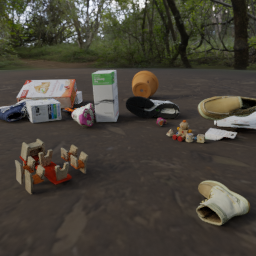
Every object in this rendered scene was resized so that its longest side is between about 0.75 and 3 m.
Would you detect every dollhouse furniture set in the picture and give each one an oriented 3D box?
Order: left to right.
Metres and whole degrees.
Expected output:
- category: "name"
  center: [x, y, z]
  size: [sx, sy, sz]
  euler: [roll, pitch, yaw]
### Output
- category: "dollhouse furniture set"
  center: [-2.076, 0.972, 7.116]
  size: [1.570, 0.817, 1.587]
  euler: [28, 30, 37]

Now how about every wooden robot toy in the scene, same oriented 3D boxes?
- category: "wooden robot toy"
  center: [2.021, 0.089, 9.988]
  size: [1.513, 0.687, 0.667]
  euler: [14, 21, 43]

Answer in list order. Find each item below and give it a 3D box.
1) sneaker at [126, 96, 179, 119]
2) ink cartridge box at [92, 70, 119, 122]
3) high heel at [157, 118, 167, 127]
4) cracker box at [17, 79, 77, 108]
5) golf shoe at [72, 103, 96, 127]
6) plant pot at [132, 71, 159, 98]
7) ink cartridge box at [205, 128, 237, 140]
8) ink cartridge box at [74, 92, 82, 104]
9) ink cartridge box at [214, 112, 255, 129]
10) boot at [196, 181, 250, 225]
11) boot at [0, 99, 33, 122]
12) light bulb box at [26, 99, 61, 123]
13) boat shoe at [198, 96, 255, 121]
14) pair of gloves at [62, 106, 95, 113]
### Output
- category: "sneaker"
  center: [1.243, -0.974, 13.782]
  size: [2.591, 0.978, 1.491]
  euler: [11, 9, 11]
- category: "ink cartridge box"
  center: [-0.992, -1.478, 12.840]
  size: [0.922, 2.193, 1.600]
  euler: [-2, 15, 5]
- category: "high heel"
  center: [1.308, -0.301, 11.955]
  size: [0.475, 0.333, 0.990]
  euler: [19, 18, 25]
- category: "cracker box"
  center: [-4.441, -1.915, 15.663]
  size: [2.891, 0.834, 1.936]
  euler: [-2, 38, 0]
- category: "golf shoe"
  center: [-2.000, -0.466, 12.119]
  size: [1.007, 0.829, 2.200]
  euler: [-14, 12, 6]
- category: "plant pot"
  center: [1.027, -2.704, 18.416]
  size: [1.783, 1.783, 1.248]
  euler: [4, 32, 16]
- category: "ink cartridge box"
  center: [3.397, 0.276, 10.229]
  size: [0.992, 0.249, 0.799]
  euler: [13, 20, 26]
- category: "ink cartridge box"
  center: [-3.650, -1.861, 17.046]
  size: [1.533, 0.646, 1.120]
  euler: [1, 16, 4]
- category: "ink cartridge box"
  center: [4.509, -0.192, 11.515]
  size: [1.767, 0.522, 2.208]
  euler: [4, 21, 14]
- category: "boot"
  center: [1.658, 1.463, 5.575]
  size: [0.909, 0.424, 1.175]
  euler: [-11, 21, -33]
- category: "boot"
  center: [-5.025, -0.756, 13.181]
  size: [0.957, 0.771, 2.118]
  euler: [19, 31, 32]
- category: "light bulb box"
  center: [-3.906, -0.817, 12.962]
  size: [1.320, 0.824, 1.309]
  euler: [-8, 17, -26]
- category: "boat shoe"
  center: [3.709, -0.841, 10.059]
  size: [2.468, 0.884, 0.940]
  euler: [-7, -13, -23]
- category: "pair of gloves"
  center: [-2.385, -0.906, 14.454]
  size: [1.803, 0.223, 1.606]
  euler: [-9, 16, -38]
